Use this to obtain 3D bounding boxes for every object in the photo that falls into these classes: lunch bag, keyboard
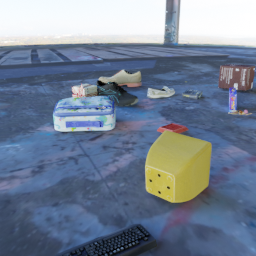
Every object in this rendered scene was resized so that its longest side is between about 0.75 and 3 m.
[{"bbox_3d":[-1.764,-0.598,11.716,2.538,1.046,2.040,-1,25,-1],"label":"lunch bag"},{"bbox_3d":[-0.329,2.435,5.257,1.963,0.202,1.247,-13,25,-27],"label":"keyboard"}]

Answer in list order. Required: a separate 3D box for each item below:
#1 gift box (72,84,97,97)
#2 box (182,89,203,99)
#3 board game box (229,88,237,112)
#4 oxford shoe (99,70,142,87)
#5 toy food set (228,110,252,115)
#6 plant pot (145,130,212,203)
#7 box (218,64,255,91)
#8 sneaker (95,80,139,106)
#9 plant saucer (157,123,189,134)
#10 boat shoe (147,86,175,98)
[{"bbox_3d":[-2.313,-1.848,14.748,1.020,1.105,1.032,12,25,39],"label":"gift box"},{"bbox_3d":[3.675,-1.924,15.960,0.895,0.289,1.135,10,23,25],"label":"box"},{"bbox_3d":[5.163,-1.398,13.797,0.301,0.905,1.346,1,21,19],"label":"board game box"},{"bbox_3d":[-0.533,-3.317,18.374,2.893,1.068,1.024,1,22,1],"label":"oxford shoe"},{"bbox_3d":[5.110,-0.729,12.730,0.919,0.145,0.584,5,-9,-14],"label":"toy food set"},{"bbox_3d":[1.166,1.077,7.162,1.376,1.385,1.417,16,32,35],"label":"plant pot"},{"bbox_3d":[6.737,-3.175,17.381,1.714,1.422,1.408,13,21,38],"label":"box"},{"bbox_3d":[-0.705,-1.832,14.711,2.738,1.085,1.032,14,24,28],"label":"sneaker"},{"bbox_3d":[1.765,0.021,11.062,0.917,0.169,0.918,-17,20,-34],"label":"plant saucer"},{"bbox_3d":[1.918,-2.095,16.004,1.783,0.572,0.657,-10,24,-22],"label":"boat shoe"}]
